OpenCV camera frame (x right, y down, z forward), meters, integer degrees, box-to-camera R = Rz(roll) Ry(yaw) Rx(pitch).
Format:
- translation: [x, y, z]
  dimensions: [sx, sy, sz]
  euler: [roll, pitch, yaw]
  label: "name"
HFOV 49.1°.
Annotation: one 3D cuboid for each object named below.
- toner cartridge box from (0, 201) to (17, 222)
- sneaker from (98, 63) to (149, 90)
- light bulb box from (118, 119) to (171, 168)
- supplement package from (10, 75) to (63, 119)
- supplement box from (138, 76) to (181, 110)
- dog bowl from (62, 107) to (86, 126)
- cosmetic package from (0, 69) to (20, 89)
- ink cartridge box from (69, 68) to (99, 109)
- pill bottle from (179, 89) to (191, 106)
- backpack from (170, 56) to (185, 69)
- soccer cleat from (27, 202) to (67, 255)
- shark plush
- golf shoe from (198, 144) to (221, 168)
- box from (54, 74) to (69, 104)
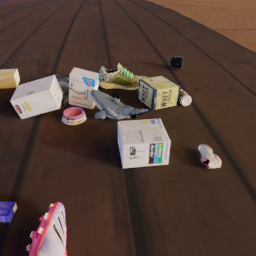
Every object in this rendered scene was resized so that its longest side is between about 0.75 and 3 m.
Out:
- translation: [-3.559, 2.202, 7.425]
  dimensions: [1.059, 0.229, 0.503]
  euler: [2, 32, 3]
  label: "toner cartridge box"
- translation: [-0.245, -2.599, 13.948]
  dimensions: [2.676, 1.186, 1.029]
  euler: [-1, 33, -2]
  label: "sneaker"
- translation: [0.487, 0.475, 9.415]
  dimensions: [1.529, 0.954, 1.515]
  euler: [-3, 33, -7]
  label: "light bulb box"
- translation: [-3.764, -1.307, 11.741]
  dimensions: [1.723, 0.955, 1.342]
  euler: [-15, 37, 6]
  label: "supplement package"
- translation: [1.371, -1.613, 12.595]
  dimensions: [1.393, 0.936, 1.394]
  euler: [-13, 34, -24]
  label: "supplement box"
- translation: [-2.218, -0.503, 11.478]
  dimensions: [0.993, 0.366, 0.993]
  euler: [1, 33, 0]
  label: "dog bowl"
- translation: [-6.624, -2.488, 14.239]
  dimensions: [1.937, 0.688, 1.019]
  euler: [-5, 33, -8]
  label: "cosmetic package"
- translation: [-1.907, -1.679, 12.058]
  dimensions: [1.126, 1.543, 0.650]
  euler: [13, 40, 3]
  label: "ink cartridge box"
- translation: [2.482, -1.411, 12.744]
  dimensions: [0.505, 0.505, 0.887]
  euler: [-8, 34, -12]
  label: "pill bottle"
- translation: [2.872, -3.779, 16.214]
  dimensions: [0.834, 0.740, 0.628]
  euler: [13, 13, 27]
  label: "backpack"
- translation: [-1.696, 2.761, 6.200]
  dimensions: [1.008, 0.880, 2.637]
  euler: [32, 21, -15]
  label: "soccer cleat"
- translation: [-0.468, -0.820, 11.109]
  dimensions: [2.515, 1.048, 1.143]
  euler: [24, 42, 38]
  label: "shark plush"
- translation: [2.584, 0.923, 9.248]
  dimensions: [0.517, 0.425, 1.129]
  euler: [-14, 34, -15]
  label: "golf shoe"
- translation: [-3.314, -1.941, 13.541]
  dimensions: [2.054, 0.524, 1.620]
  euler: [20, 39, 28]
  label: "box"
